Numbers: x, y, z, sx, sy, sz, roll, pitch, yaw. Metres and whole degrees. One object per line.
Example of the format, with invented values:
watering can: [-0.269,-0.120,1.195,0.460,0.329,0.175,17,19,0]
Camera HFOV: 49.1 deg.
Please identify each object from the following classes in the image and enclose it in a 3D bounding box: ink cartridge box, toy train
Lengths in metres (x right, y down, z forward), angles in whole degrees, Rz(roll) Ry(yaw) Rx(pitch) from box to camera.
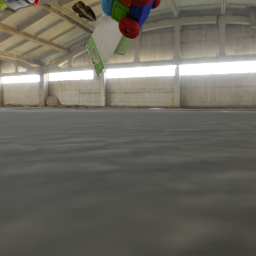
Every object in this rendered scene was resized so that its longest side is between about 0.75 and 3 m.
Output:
ink cartridge box: [-0.592,-3.123,9.676,0.570,1.729,2.377,-1,-35,-33]
toy train: [-0.049,-2.688,4.410,1.450,1.061,2.506,31,-20,0]

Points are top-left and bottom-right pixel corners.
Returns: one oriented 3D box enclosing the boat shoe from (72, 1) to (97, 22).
boat shoe: [-1.423,-3.725,9.030,0.400,0.400,1.082,-17,-13,21]

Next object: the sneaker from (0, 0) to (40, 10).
sneaker: [-3.052,-3.869,7.985,2.264,1.022,0.885,-19,19,31]

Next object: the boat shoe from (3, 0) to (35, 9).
boat shoe: [-1.249,-2.706,3.963,0.957,1.034,2.801,-14,46,2]
